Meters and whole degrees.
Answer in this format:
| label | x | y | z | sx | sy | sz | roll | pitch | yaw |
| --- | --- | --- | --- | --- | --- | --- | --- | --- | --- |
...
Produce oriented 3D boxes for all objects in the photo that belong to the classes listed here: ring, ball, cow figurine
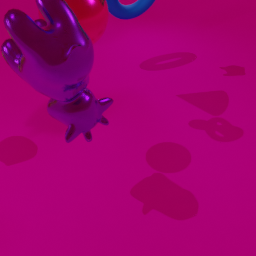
| label | x | y | z | sx | sy | sz | roll | pitch | yaw |
| --- | --- | --- | --- | --- | --- | --- | --- | --- | --- |
| ring | 0.181 | -4.103 | 8.041 | 2.067 | 2.067 | 0.413 | -25 | 60 | -25 |
| ball | -0.758 | -1.609 | 3.951 | 0.970 | 0.970 | 0.970 | 0 | 42 | 0 |
| cow figurine | -0.731 | -0.570 | 3.411 | 0.910 | 1.632 | 1.659 | -45 | 14 | -20 |
